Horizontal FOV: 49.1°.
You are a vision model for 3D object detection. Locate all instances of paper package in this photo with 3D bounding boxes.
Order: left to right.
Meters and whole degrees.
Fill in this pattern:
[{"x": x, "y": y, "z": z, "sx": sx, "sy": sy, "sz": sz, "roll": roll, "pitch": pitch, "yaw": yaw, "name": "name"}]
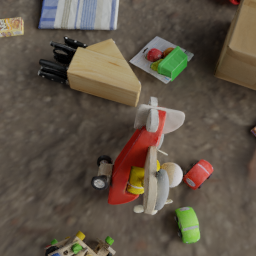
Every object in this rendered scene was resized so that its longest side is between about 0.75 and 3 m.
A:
[{"x": 4.586, "y": -2.563, "z": 8.735, "sx": 2.949, "sy": 1.526, "sz": 2.811, "roll": 21, "pitch": 68, "yaw": 9, "name": "paper package"}]

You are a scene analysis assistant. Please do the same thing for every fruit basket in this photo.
[{"x": 1.091, "y": -2.236, "z": 9.157, "sx": 1.565, "sy": 0.734, "sz": 1.450, "roll": 33, "pitch": 70, "yaw": 30, "name": "fruit basket"}]

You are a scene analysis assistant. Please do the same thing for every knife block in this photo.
[{"x": -1.297, "y": -1.575, "z": 8.563, "sx": 2.514, "sy": 0.916, "sz": 2.864, "roll": -25, "pitch": 70, "yaw": -13, "name": "knife block"}]

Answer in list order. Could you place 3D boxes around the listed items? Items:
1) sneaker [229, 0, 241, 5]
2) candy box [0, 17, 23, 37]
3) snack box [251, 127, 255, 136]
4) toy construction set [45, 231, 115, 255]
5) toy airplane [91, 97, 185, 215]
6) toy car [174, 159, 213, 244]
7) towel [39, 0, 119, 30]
[{"x": 3.817, "y": -5.086, "z": 10.153, "sx": 2.531, "sy": 0.974, "sz": 1.075, "roll": 23, "pitch": 74, "yaw": 10, "name": "sneaker"}, {"x": -4.206, "y": -3.527, "z": 9.822, "sx": 0.998, "sy": 0.276, "sz": 0.576, "roll": -7, "pitch": 67, "yaw": -3, "name": "candy box"}, {"x": 4.373, "y": -0.115, "z": 8.418, "sx": 1.373, "sy": 0.167, "sz": 0.493, "roll": -33, "pitch": 71, "yaw": -13, "name": "snack box"}, {"x": -0.983, "y": 2.858, "z": 6.381, "sx": 1.373, "sy": 1.787, "sz": 1.490, "roll": -40, "pitch": 81, "yaw": -21, "name": "toy construction set"}, {"x": 0.563, "y": 0.687, "z": 6.776, "sx": 1.948, "sy": 2.748, "sz": 2.760, "roll": 30, "pitch": 71, "yaw": -11, "name": "toy airplane"}, {"x": 1.449, "y": 1.925, "z": 7.365, "sx": 2.203, "sy": 0.491, "sz": 2.073, "roll": -11, "pitch": 67, "yaw": -4, "name": "toy car"}, {"x": -1.713, "y": -4.389, "z": 10.178, "sx": 2.811, "sy": 0.335, "sz": 2.065, "roll": 1, "pitch": 69, "yaw": 2, "name": "towel"}]
